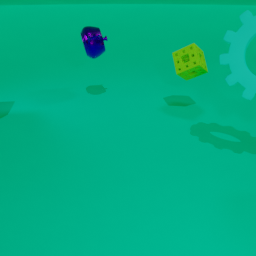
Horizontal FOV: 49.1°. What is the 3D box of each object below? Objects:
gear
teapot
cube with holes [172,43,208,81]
[{"bbox_3d":[3.032,-1.561,5.905,2.045,2.045,0.378,13,14,24],"label":"gear"},{"bbox_3d":[-1.202,-3.171,10.308,0.917,1.164,1.872,-17,5,-4],"label":"teapot"},{"bbox_3d":[2.106,-2.214,9.495,0.809,0.809,0.809,-18,-18,33],"label":"cube with holes"}]
